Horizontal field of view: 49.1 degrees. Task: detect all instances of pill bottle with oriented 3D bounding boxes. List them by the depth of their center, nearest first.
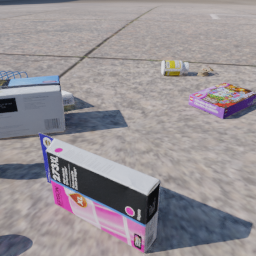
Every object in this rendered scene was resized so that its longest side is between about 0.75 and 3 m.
[{"bbox_3d":[2.110,-2.697,12.570,1.167,0.650,0.650,0,29,-2],"label":"pill bottle"}]

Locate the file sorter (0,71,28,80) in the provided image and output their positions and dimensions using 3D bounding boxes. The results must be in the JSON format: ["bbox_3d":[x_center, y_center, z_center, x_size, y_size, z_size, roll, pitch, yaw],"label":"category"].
[{"bbox_3d":[-4.352,-1.491,9.956,1.495,0.917,1.038,8,30,27],"label":"file sorter"}]

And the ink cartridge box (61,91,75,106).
[{"bbox_3d":[-2.789,-0.993,9.931,1.416,0.441,1.760,-12,13,-21],"label":"ink cartridge box"}]

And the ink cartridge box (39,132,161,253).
[{"bbox_3d":[-0.732,1.071,5.104,2.746,1.300,0.509,19,34,30],"label":"ink cartridge box"}]

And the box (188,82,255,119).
[{"bbox_3d":[3.338,-1.019,9.777,2.078,0.406,1.422,-22,36,-34],"label":"box"}]

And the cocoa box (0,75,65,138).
[{"bbox_3d":[-2.918,-0.659,8.161,2.008,1.339,1.318,-7,30,-12],"label":"cocoa box"}]

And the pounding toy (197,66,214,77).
[{"bbox_3d":[3.463,-2.625,12.647,0.761,0.437,0.435,-18,38,-30],"label":"pounding toy"}]
